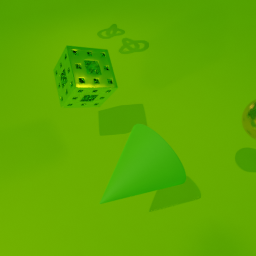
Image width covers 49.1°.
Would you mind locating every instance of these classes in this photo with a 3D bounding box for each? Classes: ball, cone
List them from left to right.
[{"bbox_3d":[0.037,0.756,4.257,1.189,1.184,1.184,-38,59,-18],"label":"cone"},{"bbox_3d":[2.351,-0.148,4.780,0.767,0.767,0.767,0,50,0],"label":"ball"}]

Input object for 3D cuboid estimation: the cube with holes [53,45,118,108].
[{"bbox_3d":[-0.981,-1.108,6.303,0.984,0.984,0.984,-5,71,-33],"label":"cube with holes"}]
